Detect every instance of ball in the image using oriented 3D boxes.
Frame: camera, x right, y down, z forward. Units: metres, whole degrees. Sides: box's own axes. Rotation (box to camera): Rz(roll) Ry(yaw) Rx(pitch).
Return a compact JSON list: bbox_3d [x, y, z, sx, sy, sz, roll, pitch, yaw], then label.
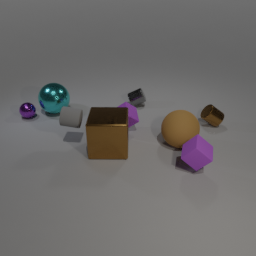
[{"bbox_3d":[1.921,0.029,10.293,1.400,1.400,1.400,0,29,0],"label":"ball"},{"bbox_3d":[-4.447,-0.785,12.404,0.700,0.700,0.700,0,29,0],"label":"ball"},{"bbox_3d":[-3.335,-1.339,12.661,1.400,1.400,1.400,0,29,0],"label":"ball"}]

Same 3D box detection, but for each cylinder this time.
[{"bbox_3d":[-2.032,-0.380,10.037,0.700,0.700,0.700,9,30,-1],"label":"cylinder"},{"bbox_3d":[0.430,-1.466,13.403,0.700,0.700,0.700,-23,27,12],"label":"cylinder"},{"bbox_3d":[3.523,-0.521,11.703,0.700,0.700,0.700,32,23,-19],"label":"cylinder"}]

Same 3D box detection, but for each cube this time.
[{"bbox_3d":[-0.080,-0.493,11.167,0.700,0.700,0.700,-30,54,28],"label":"cube"},{"bbox_3d":[2.187,0.778,8.853,0.700,0.700,0.700,38,38,-12],"label":"cube"},{"bbox_3d":[-0.689,0.162,10.025,1.400,1.400,1.400,0,29,1],"label":"cube"}]
